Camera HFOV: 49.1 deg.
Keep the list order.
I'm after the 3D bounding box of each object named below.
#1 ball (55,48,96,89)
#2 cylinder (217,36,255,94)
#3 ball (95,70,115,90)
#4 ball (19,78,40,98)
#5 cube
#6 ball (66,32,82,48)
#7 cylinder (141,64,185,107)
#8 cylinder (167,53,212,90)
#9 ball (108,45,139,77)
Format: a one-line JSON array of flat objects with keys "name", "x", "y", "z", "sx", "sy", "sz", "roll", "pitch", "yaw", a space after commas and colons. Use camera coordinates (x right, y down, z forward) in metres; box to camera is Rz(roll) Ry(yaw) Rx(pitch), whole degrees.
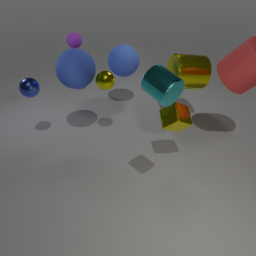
[{"name": "ball", "x": -1.838, "y": -2.075, "z": 9.867, "sx": 1.400, "sy": 1.400, "sz": 1.400, "roll": 0, "pitch": 32, "yaw": 0}, {"name": "cylinder", "x": 3.971, "y": -2.053, "z": 9.332, "sx": 1.400, "sy": 1.400, "sz": 1.400, "roll": 17, "pitch": 57, "yaw": -28}, {"name": "ball", "x": -0.804, "y": -1.685, "z": 9.935, "sx": 0.700, "sy": 0.700, "sz": 0.700, "roll": 0, "pitch": 32, "yaw": 0}, {"name": "ball", "x": -3.458, "y": -1.416, "z": 9.829, "sx": 0.700, "sy": 0.700, "sz": 0.700, "roll": 0, "pitch": 32, "yaw": 0}, {"name": "cube", "x": 1.530, "y": -0.336, "z": 8.994, "sx": 0.700, "sy": 0.700, "sz": 0.700, "roll": 13, "pitch": 61, "yaw": -39}, {"name": "ball", "x": -2.439, "y": -3.974, "z": 12.720, "sx": 0.700, "sy": 0.700, "sz": 0.700, "roll": 0, "pitch": 32, "yaw": 0}, {"name": "cylinder", "x": 0.767, "y": -0.942, "z": 6.201, "sx": 0.700, "sy": 0.700, "sz": 0.700, "roll": -27, "pitch": 56, "yaw": -36}, {"name": "cylinder", "x": 2.466, "y": -2.309, "z": 11.525, "sx": 1.400, "sy": 1.400, "sz": 1.400, "roll": 0, "pitch": 31, "yaw": -15}, {"name": "ball", "x": -0.197, "y": -3.003, "z": 12.564, "sx": 1.400, "sy": 1.400, "sz": 1.400, "roll": 0, "pitch": 32, "yaw": 0}]
